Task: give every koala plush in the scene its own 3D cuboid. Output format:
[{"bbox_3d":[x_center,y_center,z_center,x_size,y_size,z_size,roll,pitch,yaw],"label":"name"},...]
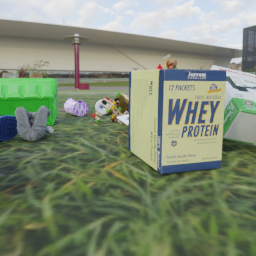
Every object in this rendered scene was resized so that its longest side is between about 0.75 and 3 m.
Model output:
[{"bbox_3d":[-2.445,-0.025,7.423,0.871,0.902,0.982,-3,-12,-6],"label":"koala plush"}]

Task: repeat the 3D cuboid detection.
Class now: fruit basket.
[{"bbox_3d":[-3.761,-0.930,10.043,2.593,1.870,2.593,6,26,-3],"label":"fruit basket"}]

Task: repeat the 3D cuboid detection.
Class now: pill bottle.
[{"bbox_3d":[-0.980,-1.001,13.033,0.694,0.694,1.237,3,10,17],"label":"pill bottle"}]

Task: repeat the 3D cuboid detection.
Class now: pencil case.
[{"bbox_3d":[-2.352,-0.942,12.619,0.710,0.723,1.691,0,9,-30],"label":"pencil case"}]

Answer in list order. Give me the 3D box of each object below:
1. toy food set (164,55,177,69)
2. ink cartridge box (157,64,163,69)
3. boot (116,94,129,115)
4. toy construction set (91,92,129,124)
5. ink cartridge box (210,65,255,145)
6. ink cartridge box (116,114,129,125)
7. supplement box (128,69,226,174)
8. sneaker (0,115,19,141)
[{"bbox_3d":[1.335,-1.822,8.347,0.251,0.769,0.452,-9,12,40],"label":"toy food set"},{"bbox_3d":[1.629,-1.206,9.831,0.695,1.201,2.067,8,-22,41],"label":"ink cartridge box"},{"bbox_3d":[0.732,-1.018,12.498,1.960,0.913,2.534,-6,17,-28],"label":"boot"},{"bbox_3d":[-0.567,-0.512,9.980,1.253,1.045,0.963,-27,33,-24],"label":"toy construction set"},{"bbox_3d":[2.707,-0.553,6.558,1.467,0.831,2.002,9,37,-12],"label":"ink cartridge box"},{"bbox_3d":[1.249,-0.122,8.127,2.887,0.724,2.342,-10,9,-8],"label":"ink cartridge box"},{"bbox_3d":[0.807,-0.236,5.285,1.148,1.710,1.709,-3,10,-18],"label":"supplement box"},{"bbox_3d":[-3.542,0.033,6.797,0.774,0.696,1.986,12,14,20],"label":"sneaker"}]
